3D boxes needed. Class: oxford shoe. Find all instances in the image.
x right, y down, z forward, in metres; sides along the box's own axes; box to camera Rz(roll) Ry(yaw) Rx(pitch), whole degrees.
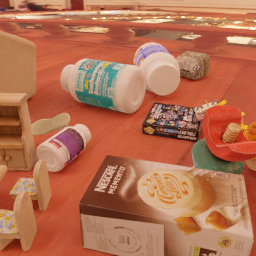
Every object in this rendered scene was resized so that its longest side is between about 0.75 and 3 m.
[{"bbox_3d":[-2.107,-0.059,7.593,1.216,0.351,0.457,-20,69,2],"label":"oxford shoe"}]

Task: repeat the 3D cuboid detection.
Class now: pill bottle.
[{"bbox_3d":[-0.954,-1.558,9.940,2.910,1.612,1.612,14,31,25],"label":"pill bottle"},{"bbox_3d":[1.186,-2.438,11.591,1.642,1.642,2.931,-2,28,-5],"label":"pill bottle"},{"bbox_3d":[-1.547,0.434,7.050,0.773,0.773,1.388,13,31,23],"label":"pill bottle"}]

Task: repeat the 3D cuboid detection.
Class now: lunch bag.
[{"bbox_3d":[2.933,-2.868,13.120,1.276,1.060,1.522,-38,43,-28],"label":"lunch bag"}]

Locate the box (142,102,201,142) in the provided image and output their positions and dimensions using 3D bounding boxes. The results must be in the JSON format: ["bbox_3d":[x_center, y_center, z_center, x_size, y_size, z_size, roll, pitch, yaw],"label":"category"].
[{"bbox_3d":[1.429,-0.241,8.736,1.659,0.415,1.672,7,29,15],"label":"box"}]

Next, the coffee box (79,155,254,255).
[{"bbox_3d":[0.631,1.440,4.870,2.589,1.032,1.480,7,29,12],"label":"coffee box"}]

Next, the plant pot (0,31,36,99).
[{"bbox_3d":[-4.971,-2.189,10.109,2.932,2.928,2.596,19,23,32],"label":"plant pot"}]

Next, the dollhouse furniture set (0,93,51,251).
[{"bbox_3d":[-2.907,0.655,5.502,2.596,1.839,2.826,1,28,3],"label":"dollhouse furniture set"}]

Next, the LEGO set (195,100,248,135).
[{"bbox_3d":[2.576,0.308,7.246,1.208,0.978,2.627,-21,38,19],"label":"LEGO set"}]

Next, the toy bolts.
[{"bbox_3d":[2.618,0.807,5.606,2.692,1.867,2.572,-1,46,-13],"label":"toy bolts"}]
